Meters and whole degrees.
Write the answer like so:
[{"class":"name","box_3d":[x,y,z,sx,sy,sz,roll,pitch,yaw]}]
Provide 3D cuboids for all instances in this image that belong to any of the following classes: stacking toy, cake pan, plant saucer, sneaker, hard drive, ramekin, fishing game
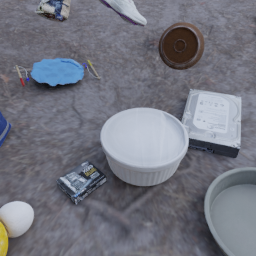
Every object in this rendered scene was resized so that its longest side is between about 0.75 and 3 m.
[{"class":"stacking toy","box_3d":[-2.921,2.252,4.991,2.102,2.102,2.876,27,30,26]},{"class":"cake pan","box_3d":[2.903,1.978,5.886,2.625,0.481,2.625,0,43,0]},{"class":"plant saucer","box_3d":[1.489,-2.316,7.939,1.323,1.323,0.228,15,16,15]},{"class":"sneaker","box_3d":[-0.073,-3.754,8.351,1.761,0.877,0.659,33,7,-17]},{"class":"hard drive","box_3d":[2.486,-0.261,8.387,1.681,0.455,2.406,12,44,14]},{"class":"ramekin","box_3d":[0.402,0.509,7.118,2.152,1.002,2.152,0,42,0]},{"class":"fishing game","box_3d":[-2.613,-2.040,10.392,2.849,0.443,2.040,-13,43,-25]}]

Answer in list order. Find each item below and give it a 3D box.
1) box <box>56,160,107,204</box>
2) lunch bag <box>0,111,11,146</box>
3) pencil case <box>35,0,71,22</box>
[{"class":"box","box_3d":[-1.121,1.289,6.822,0.970,0.241,0.765,-33,51,-30]},{"class":"lunch bag","box_3d":[-4.130,-0.038,7.763,1.481,0.980,1.006,14,59,12]},{"class":"pencil case","box_3d":[-2.040,-4.298,8.042,0.898,2.309,1.033,14,13,13]}]
